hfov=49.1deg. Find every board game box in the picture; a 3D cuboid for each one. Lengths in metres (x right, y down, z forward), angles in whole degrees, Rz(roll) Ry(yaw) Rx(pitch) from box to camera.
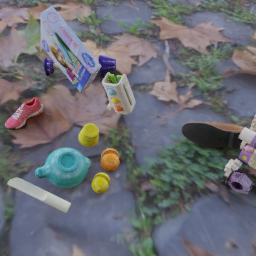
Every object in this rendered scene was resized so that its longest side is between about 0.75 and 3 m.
[{"bbox_3d":[-1.923,-2.354,8.993,0.455,2.209,2.204,-41,95,-18],"label":"board game box"}]

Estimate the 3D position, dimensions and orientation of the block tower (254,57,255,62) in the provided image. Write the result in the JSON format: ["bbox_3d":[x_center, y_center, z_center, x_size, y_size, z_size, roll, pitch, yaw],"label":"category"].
[{"bbox_3d":[5.455,-2.426,10.909,0.350,0.327,1.209,-20,54,-14],"label":"block tower"}]

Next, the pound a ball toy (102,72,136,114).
[{"bbox_3d":[-0.428,-0.975,8.762,1.004,1.540,0.654,11,58,25],"label":"pound a ball toy"}]

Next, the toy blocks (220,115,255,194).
[{"bbox_3d":[4.025,0.711,7.320,1.953,2.168,2.320,32,56,29],"label":"toy blocks"}]

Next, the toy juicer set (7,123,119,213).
[{"bbox_3d":[-1.499,1.313,7.840,1.876,0.803,2.950,44,58,10],"label":"toy juicer set"}]

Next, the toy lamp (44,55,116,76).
[{"bbox_3d":[-1.773,-2.349,10.595,2.651,0.772,0.772,-4,52,-2],"label":"toy lamp"}]

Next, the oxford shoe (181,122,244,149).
[{"bbox_3d":[2.755,0.149,8.798,2.169,0.774,0.773,10,29,4],"label":"oxford shoe"}]

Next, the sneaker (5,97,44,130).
[{"bbox_3d":[-3.491,-0.527,9.254,0.529,0.622,1.435,35,61,24],"label":"sneaker"}]
